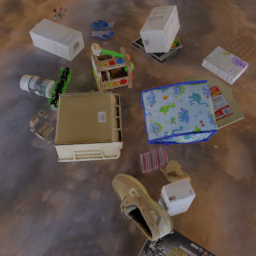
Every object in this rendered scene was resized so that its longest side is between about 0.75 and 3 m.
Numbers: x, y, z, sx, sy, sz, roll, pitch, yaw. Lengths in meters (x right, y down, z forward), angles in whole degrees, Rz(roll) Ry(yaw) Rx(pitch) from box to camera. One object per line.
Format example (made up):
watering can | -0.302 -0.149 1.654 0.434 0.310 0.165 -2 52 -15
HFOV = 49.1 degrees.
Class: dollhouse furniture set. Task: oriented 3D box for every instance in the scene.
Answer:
dollhouse furniture set | -3.495 -0.010 11.800 1.182 0.577 1.008 37 62 -4

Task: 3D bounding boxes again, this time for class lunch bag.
lunch bag | 1.888 -0.524 10.907 2.570 1.637 2.185 -6 71 -7

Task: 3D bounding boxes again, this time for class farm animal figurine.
farm animal figurine | -3.902 -6.568 16.191 0.793 0.413 0.784 -4 67 -11

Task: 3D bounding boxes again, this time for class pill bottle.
pill bottle | -4.073 -1.916 12.715 1.438 0.813 0.813 16 57 12

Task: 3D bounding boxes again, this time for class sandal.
sandal | 1.535 1.406 9.965 0.659 0.592 1.798 -23 19 -13

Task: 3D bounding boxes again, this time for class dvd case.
dvd case | 1.495 -4.328 14.710 1.593 0.262 2.120 -39 65 -24

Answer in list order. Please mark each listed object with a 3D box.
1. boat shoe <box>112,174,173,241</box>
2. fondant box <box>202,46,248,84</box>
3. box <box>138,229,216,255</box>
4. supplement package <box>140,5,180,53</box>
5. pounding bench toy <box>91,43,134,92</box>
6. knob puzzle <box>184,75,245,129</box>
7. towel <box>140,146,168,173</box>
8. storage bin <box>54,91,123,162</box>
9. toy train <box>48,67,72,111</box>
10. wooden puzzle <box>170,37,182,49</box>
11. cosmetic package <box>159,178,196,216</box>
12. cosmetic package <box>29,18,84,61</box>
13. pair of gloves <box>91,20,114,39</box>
boat shoe | 0.220 2.519 9.221 0.909 1.010 2.799 -17 40 -34
fondant box | 4.361 -2.848 12.609 1.614 0.470 1.164 39 68 18
box | 1.444 4.181 8.716 2.104 0.508 1.666 29 60 19
supplement package | 1.658 -4.973 14.067 1.224 1.271 2.235 6 52 27
pounding bench toy | -0.655 -2.895 12.548 1.716 2.200 1.366 -14 57 -9
knob puzzle | 3.223 -1.097 12.054 2.941 0.408 2.941 -1 72 4
towel | 0.980 1.184 10.697 1.106 0.165 0.809 -22 51 21
storage bin | -1.541 -0.113 11.267 2.541 1.199 2.559 -3 55 -3
toy train | -3.042 -1.779 12.682 0.503 0.680 2.411 12 55 -3
wooden puzzle | 2.257 -4.421 14.525 0.922 0.172 0.853 -13 56 -10
cosmetic package | 1.569 2.344 9.232 0.882 1.736 0.643 -15 57 -10
cosmetic package | -3.639 -4.580 14.415 2.397 1.017 1.290 25 60 17
pair of gloves | -1.394 -5.491 15.557 1.303 0.185 1.620 0 55 0
